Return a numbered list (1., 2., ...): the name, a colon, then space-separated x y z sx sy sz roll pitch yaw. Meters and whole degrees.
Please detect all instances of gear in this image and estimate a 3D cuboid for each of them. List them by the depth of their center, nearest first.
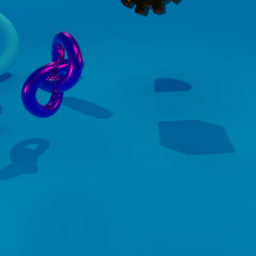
1. gear: 0.499 -3.230 5.799 1.686 1.686 0.312 18 17 25

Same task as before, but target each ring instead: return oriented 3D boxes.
1. ring: -3.408 -1.988 6.499 1.664 1.664 0.333 -15 9 -22

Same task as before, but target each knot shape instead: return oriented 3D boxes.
1. knot shape: -1.277 -0.816 4.781 0.681 1.379 1.474 32 -14 -16
